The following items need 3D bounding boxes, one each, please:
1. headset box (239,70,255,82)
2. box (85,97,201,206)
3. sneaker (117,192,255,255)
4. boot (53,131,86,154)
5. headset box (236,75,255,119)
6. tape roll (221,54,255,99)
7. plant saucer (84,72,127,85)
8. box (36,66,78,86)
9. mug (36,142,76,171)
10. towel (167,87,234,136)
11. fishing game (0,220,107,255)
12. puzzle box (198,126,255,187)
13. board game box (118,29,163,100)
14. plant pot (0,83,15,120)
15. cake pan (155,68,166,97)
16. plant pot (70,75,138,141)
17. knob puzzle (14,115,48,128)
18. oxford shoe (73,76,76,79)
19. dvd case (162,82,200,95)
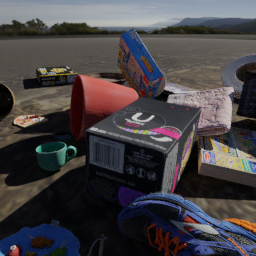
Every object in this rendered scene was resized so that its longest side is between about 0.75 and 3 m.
[{"bbox_3d":[7.128,-2.635,14.768,2.039,1.029,2.744,3,22,8],"label":"headset box"},{"bbox_3d":[0.465,0.427,6.520,1.738,1.508,2.844,14,25,21],"label":"box"},{"bbox_3d":[0.950,1.742,4.240,2.566,0.967,1.006,9,29,25],"label":"sneaker"},{"bbox_3d":[-1.506,0.381,7.913,1.294,0.627,0.483,-12,25,-27],"label":"boot"},{"bbox_3d":[5.015,-0.749,8.898,2.802,1.300,2.440,15,8,30],"label":"headset box"},{"bbox_3d":[5.869,-2.464,13.262,2.764,0.505,2.764,-17,45,17],"label":"tape roll"},{"bbox_3d":[-1.277,-2.709,15.788,2.654,0.426,2.654,1,23,0],"label":"plant saucer"},{"bbox_3d":[-4.229,-3.092,16.454,2.084,0.644,2.610,-10,24,-18],"label":"box"},{"bbox_3d":[-1.834,0.747,7.051,0.897,0.555,0.737,5,21,25],"label":"mug"},{"bbox_3d":[2.002,-0.507,8.378,2.136,0.361,2.237,-5,33,28],"label":"towel"},{"bbox_3d":[-1.454,2.002,4.369,2.165,0.337,1.550,1,25,2],"label":"fishing game"},{"bbox_3d":[2.791,0.587,7.444,1.836,0.351,2.760,11,24,8],"label":"puzzle box"},{"bbox_3d":[0.405,-2.349,11.287,0.628,2.246,2.199,-27,-14,-13],"label":"board game box"},{"bbox_3d":[-4.972,-1.079,10.741,1.454,1.454,1.561,-4,10,-10],"label":"plant pot"},{"bbox_3d":[1.137,-2.037,12.535,1.356,1.356,0.249,16,10,33],"label":"cake pan"},{"bbox_3d":[-0.743,-0.568,8.786,1.823,2.060,2.060,2,20,-22],"label":"plant pot"},{"bbox_3d":[-3.672,-0.334,10.281,1.222,0.169,1.222,0,22,0],"label":"knob puzzle"},{"bbox_3d":[-1.685,-1.713,11.397,1.258,0.464,0.445,11,-10,-37],"label":"oxford shoe"},{"bbox_3d":[2.248,-1.948,13.893,1.978,0.212,2.660,-6,22,-32],"label":"dvd case"}]
